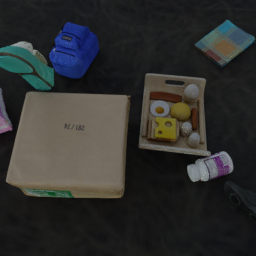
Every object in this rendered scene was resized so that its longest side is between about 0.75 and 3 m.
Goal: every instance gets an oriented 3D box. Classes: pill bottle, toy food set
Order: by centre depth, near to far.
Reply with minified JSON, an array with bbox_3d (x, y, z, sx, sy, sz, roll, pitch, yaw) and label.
[{"bbox_3d":[1.946,0.948,6.696,0.973,0.546,0.546,-16,65,-8],"label":"pill bottle"},{"bbox_3d":[1.196,-0.409,7.159,1.689,0.711,2.354,6,55,3],"label":"toy food set"}]

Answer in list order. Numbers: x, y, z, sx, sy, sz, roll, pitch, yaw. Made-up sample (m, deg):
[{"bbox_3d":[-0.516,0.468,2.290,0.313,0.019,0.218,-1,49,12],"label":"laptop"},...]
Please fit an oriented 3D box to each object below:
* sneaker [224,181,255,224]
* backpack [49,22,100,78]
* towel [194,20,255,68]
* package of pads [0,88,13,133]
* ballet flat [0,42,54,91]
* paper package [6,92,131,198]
[{"bbox_3d":[2.760,1.650,6.458,0.553,0.463,1.218,-38,76,-28],"label":"sneaker"},{"bbox_3d":[-1.613,-2.196,7.962,1.107,1.143,1.362,17,68,16],"label":"backpack"},{"bbox_3d":[3.018,-2.662,8.714,1.602,0.174,1.175,-38,69,-17],"label":"towel"},{"bbox_3d":[-4.205,-0.235,7.125,2.183,0.826,1.315,-21,65,-10],"label":"package of pads"},{"bbox_3d":[-2.118,-1.382,5.856,0.664,1.972,0.694,-1,80,9],"label":"ballet flat"},{"bbox_3d":[-1.220,0.416,6.559,2.447,1.266,2.333,3,63,0],"label":"paper package"}]
